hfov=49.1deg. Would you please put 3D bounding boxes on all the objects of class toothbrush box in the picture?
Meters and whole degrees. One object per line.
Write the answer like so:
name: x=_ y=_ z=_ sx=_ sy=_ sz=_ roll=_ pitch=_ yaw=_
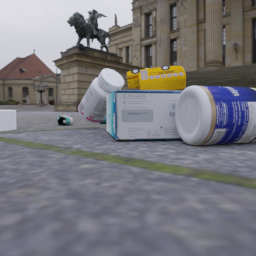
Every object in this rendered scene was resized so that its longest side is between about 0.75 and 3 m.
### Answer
toothbrush box: x=0.467 y=-0.351 z=7.228 sx=1.904 sy=1.109 sz=2.600 roll=0 pitch=3 yaw=-8

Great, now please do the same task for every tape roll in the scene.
tape roll: x=-4.546 y=-0.245 z=8.872 sx=1.903 sy=0.666 sz=1.903 roll=1 pitch=4 yaw=0

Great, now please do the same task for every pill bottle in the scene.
pill bottle: x=-0.875 y=-1.043 z=9.222 sx=0.974 sy=0.974 sz=1.718 roll=-3 pitch=-36 yaw=-40
pill bottle: x=2.067 y=-0.255 z=5.657 sx=1.987 sy=1.150 sz=1.150 roll=-1 pitch=4 yaw=-19

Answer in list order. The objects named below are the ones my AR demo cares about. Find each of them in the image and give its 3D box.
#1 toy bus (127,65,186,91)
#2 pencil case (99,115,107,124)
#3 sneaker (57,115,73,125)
toy bus: x=0.837 y=-1.441 z=8.453 sx=1.704 sy=0.555 sz=0.667 roll=-7 pitch=48 yaw=2
pencil case: x=-0.737 y=-0.468 z=12.595 sx=1.261 sy=0.583 sz=0.536 roll=3 pitch=-22 yaw=18
sneaker: x=-2.783 y=-0.338 z=11.765 sx=0.489 sy=0.436 sz=1.223 roll=2 pitch=3 yaw=-37
